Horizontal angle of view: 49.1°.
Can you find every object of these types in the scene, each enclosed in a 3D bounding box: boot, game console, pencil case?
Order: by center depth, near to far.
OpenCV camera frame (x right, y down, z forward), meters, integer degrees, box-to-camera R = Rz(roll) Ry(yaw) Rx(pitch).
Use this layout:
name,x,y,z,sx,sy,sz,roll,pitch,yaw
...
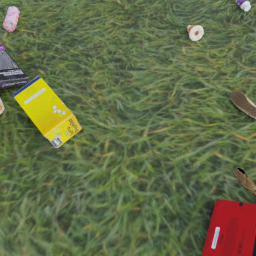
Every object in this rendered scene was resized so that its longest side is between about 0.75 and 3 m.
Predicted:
name,x,y,z,sx,sy,sz,roll,pitch,yaw
game console,3.442,3.573,7.885,2.172,1.496,2.520,-1,49,38
boot,3.815,1.651,9.108,0.325,0.333,0.882,-31,63,-21
pencil case,-5.653,-5.300,13.569,0.598,0.598,1.367,-2,56,-1

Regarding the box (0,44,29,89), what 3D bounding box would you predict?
name,x,y,z,sx,sy,sz,roll,pitch,yaw
box,-5.442,-2.503,11.323,1.765,0.446,2.468,-20,56,-44

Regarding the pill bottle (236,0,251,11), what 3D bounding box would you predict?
name,x,y,z,sx,sy,sz,roll,pitch,yaw
pill bottle,5.933,-6.373,14.364,0.454,0.454,0.815,-14,57,-9

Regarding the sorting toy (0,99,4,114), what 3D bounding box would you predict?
name,x,y,z,sx,sy,sz,roll,pitch,yaw
sorting toy,-5.885,-1.047,9.704,2.327,2.095,1.243,-19,31,-12

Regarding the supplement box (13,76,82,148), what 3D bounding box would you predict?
name,x,y,z,sx,sy,sz,roll,pitch,yaw
supplement box,-2.832,-0.567,9.909,1.183,1.176,2.160,-39,67,-11

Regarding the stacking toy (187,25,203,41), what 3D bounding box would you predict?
name,x,y,z,sx,sy,sz,roll,pitch,yaw
stacking toy,3.033,-4.595,13.176,0.707,0.707,0.968,-14,41,-9

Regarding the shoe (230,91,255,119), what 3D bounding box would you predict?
name,x,y,z,sx,sy,sz,roll,pitch,yaw
shoe,4.526,-0.862,10.787,0.522,0.399,1.494,-43,57,11
